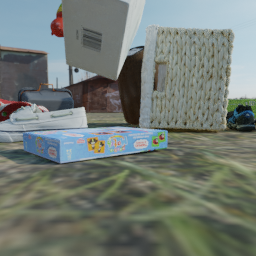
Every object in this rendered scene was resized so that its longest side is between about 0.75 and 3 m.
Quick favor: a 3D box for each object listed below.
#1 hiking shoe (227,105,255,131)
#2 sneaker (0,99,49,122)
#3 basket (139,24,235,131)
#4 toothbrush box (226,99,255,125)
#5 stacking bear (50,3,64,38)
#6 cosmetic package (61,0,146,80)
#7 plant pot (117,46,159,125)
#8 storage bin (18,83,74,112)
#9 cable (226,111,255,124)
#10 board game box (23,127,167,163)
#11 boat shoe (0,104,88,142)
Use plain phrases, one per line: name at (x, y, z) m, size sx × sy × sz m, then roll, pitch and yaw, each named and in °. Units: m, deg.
hiking shoe at (3.278, -0.311, 8.032) m, size 0.613 × 0.714 × 1.647 m, roll 0°, pitch 4°, yaw 5°
sneaker at (-3.965, -0.440, 9.547) m, size 2.831 × 1.109 × 1.635 m, roll 14°, pitch -1°, yaw 15°
basket at (1.696, -1.280, 8.169) m, size 2.219 × 2.734 × 2.759 m, roll 5°, pitch 4°, yaw 13°
toothbrush box at (4.223, -0.667, 11.333) m, size 2.296 × 0.988 × 1.672 m, roll 4°, pitch 6°, yaw 37°
stacking bear at (-1.978, -3.677, 9.367) m, size 1.003 × 1.651 × 0.939 m, roll -3°, pitch -39°, yaw 45°
cosmetic package at (-0.388, -2.585, 6.001) m, size 1.292 × 2.101 × 2.094 m, roll 18°, pitch -29°, yaw 0°
plant pot at (0.522, -1.725, 10.490) m, size 2.255 × 2.412 × 2.255 m, roll -18°, pitch 26°, yaw 9°
storage bin at (-3.784, -1.109, 13.382) m, size 2.654 × 1.931 × 1.782 m, roll -2°, pitch 14°, yaw -25°
cable at (3.223, -0.156, 9.514) m, size 2.403 × 0.605 × 1.167 m, roll -12°, pitch 21°, yaw 4°
board game box at (-0.448, 0.172, 3.862) m, size 1.600 × 0.293 × 1.210 m, roll -3°, pitch 5°, yaw -38°
boat shoe at (-1.770, -0.111, 5.228) m, size 2.036 × 0.680 × 0.749 m, roll -1°, pitch 4°, yaw -9°
